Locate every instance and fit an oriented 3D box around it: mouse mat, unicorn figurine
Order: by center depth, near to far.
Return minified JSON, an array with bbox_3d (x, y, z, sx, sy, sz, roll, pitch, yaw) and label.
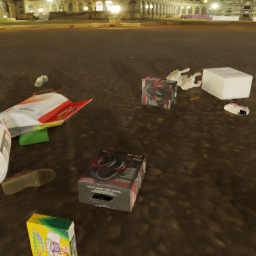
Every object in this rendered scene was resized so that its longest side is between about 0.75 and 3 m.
[{"bbox_3d":[-3.460,0.291,10.274,1.060,0.050,1.318,-9,25,-18],"label":"mouse mat"},{"bbox_3d":[3.273,-2.700,15.817,1.867,1.004,2.718,-28,22,-29],"label":"unicorn figurine"}]

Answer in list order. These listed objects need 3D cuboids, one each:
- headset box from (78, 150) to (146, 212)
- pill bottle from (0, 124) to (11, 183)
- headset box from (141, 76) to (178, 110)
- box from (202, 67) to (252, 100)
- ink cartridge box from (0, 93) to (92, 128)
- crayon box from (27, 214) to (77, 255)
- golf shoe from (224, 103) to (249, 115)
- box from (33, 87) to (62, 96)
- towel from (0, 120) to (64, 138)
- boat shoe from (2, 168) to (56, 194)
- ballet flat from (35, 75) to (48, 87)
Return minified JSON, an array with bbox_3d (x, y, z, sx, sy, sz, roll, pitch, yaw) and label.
[{"bbox_3d":[-0.375,1.342,7.241,1.343,0.678,1.807,7,26,15],"label":"headset box"},{"bbox_3d":[-3.937,0.838,7.495,1.375,1.375,2.485,-7,26,-16],"label":"pill bottle"},{"bbox_3d":[1.358,-1.636,12.951,1.683,1.251,0.631,16,29,28],"label":"headset box"},{"bbox_3d":[5.124,-2.389,14.732,1.604,1.120,2.106,-6,26,-13],"label":"box"},{"bbox_3d":[-3.012,-0.783,10.369,2.719,0.682,2.205,-8,21,25],"label":"ink cartridge box"},{"bbox_3d":[-1.416,2.115,5.271,0.813,0.942,0.275,5,25,11],"label":"crayon box"},{"bbox_3d":[4.724,-0.812,12.233,1.056,0.383,0.486,13,28,26],"label":"golf shoe"},{"bbox_3d":[-3.812,-1.470,13.332,1.295,0.648,0.485,-21,33,-39],"label":"box"},{"bbox_3d":[-4.184,-0.190,10.985,2.901,0.330,2.083,-20,32,-35],"label":"towel"},{"bbox_3d":[-2.671,1.313,7.537,1.361,0.490,0.463,-12,28,-25],"label":"boat shoe"},{"bbox_3d":[-5.120,-2.814,16.483,0.453,0.428,1.344,5,26,10],"label":"ballet flat"}]
